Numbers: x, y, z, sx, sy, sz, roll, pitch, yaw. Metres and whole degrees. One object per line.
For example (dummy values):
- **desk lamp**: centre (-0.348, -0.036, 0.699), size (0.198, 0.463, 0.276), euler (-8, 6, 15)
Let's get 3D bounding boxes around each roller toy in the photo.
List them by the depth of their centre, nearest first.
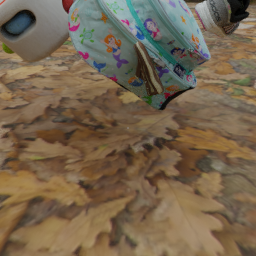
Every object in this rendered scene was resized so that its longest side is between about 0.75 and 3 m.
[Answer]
- **roller toy**: centre (-2.541, -3.153, 7.464), size (2.296, 1.759, 2.517), euler (25, 76, 48)

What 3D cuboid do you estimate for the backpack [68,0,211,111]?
- **backpack**: centre (0.232, -2.102, 6.330), size (2.985, 2.247, 2.650), euler (21, 45, -32)

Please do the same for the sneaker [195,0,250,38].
- **sneaker**: centre (2.612, -2.935, 7.101), size (1.057, 0.892, 2.417), euler (-19, 1, 37)

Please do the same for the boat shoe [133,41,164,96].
- **boat shoe**: centre (0.299, -1.038, 5.191), size (0.407, 1.099, 0.406), euler (-22, 31, 14)
